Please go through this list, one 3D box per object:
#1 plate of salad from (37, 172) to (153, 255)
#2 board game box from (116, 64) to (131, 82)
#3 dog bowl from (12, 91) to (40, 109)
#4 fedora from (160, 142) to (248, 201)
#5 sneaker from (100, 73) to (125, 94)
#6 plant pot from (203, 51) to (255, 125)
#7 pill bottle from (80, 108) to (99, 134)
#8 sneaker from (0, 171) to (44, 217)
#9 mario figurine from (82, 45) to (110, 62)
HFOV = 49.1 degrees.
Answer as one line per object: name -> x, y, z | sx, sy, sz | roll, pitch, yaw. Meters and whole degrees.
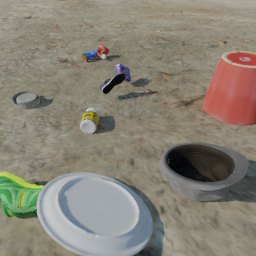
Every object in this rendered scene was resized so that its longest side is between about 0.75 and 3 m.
plate of salad -> -0.792, 2.104, 6.933 | 2.896, 0.696, 2.896 | 17, 23, -8
board game box -> -0.202, -2.638, 13.484 | 0.217, 0.653, 0.971 | -13, -11, 27
dog bowl -> -4.401, -1.222, 12.225 | 1.174, 0.344, 1.174 | 0, 35, 0
fedora -> 2.040, 1.328, 7.838 | 2.357, 1.064, 2.085 | 9, 33, 26
sneaker -> -0.718, -2.056, 12.227 | 1.258, 0.476, 0.551 | -37, 42, -4
plant pot -> 4.492, -1.725, 11.269 | 2.571, 2.275, 2.571 | 0, 34, 0
pill bottle -> -1.435, -0.304, 10.654 | 0.604, 0.604, 1.058 | 1, 34, 1
sneaker -> -2.639, 1.954, 7.292 | 2.424, 0.898, 1.013 | 14, 52, 23
mario figurine -> -1.835, -4.274, 16.646 | 1.618, 0.858, 0.999 | -23, 75, -13
